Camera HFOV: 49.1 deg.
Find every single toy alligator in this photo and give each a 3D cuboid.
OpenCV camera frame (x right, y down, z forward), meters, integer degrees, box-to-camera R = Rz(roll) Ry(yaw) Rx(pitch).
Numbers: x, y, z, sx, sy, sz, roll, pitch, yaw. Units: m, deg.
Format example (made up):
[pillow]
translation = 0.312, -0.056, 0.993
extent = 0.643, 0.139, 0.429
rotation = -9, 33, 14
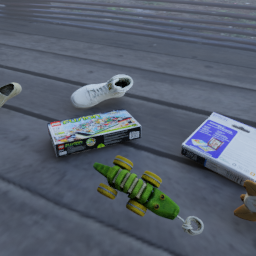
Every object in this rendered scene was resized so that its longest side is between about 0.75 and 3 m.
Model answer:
[toy alligator]
translation = 0.277, 0.949, 4.006
extent = 1.852, 0.445, 0.614
rotation = 27, 73, 9

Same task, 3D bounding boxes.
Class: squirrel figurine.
[squirrel figurine]
translation = 2.387, 1.243, 4.730
extent = 0.922, 0.652, 0.860
rotation = 14, 6, 38

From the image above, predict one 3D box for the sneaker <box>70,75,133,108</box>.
[sneaker]
translation = -0.735, -1.120, 8.067
extent = 1.804, 0.665, 1.043
rotation = -20, -3, -24

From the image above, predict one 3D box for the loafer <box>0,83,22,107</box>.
[loafer]
translation = -3.579, -0.908, 7.803
extent = 1.221, 0.417, 0.462
rotation = -40, 82, -13

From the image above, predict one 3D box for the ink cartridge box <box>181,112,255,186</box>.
[ink cartridge box]
translation = 2.293, 0.410, 6.296
extent = 1.632, 0.357, 1.647
rotation = 27, 46, 29

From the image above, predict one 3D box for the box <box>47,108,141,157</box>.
[box]
translation = -0.828, 0.062, 6.783
extent = 2.037, 0.354, 1.121
rotation = -12, 31, -20
